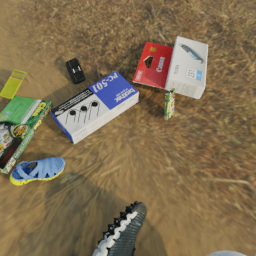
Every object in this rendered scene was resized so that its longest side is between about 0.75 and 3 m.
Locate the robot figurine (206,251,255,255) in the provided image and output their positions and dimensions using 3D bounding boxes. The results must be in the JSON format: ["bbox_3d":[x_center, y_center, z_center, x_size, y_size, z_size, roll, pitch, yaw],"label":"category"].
[{"bbox_3d":[1.564,3.345,4.871,1.590,2.388,2.816,33,101,-15],"label":"robot figurine"}]

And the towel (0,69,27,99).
[{"bbox_3d":[-3.679,-1.415,8.970,0.459,0.096,1.066,14,64,8],"label":"towel"}]

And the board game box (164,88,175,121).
[{"bbox_3d":[1.248,-0.700,8.366,0.105,0.892,0.467,25,47,34],"label":"board game box"}]

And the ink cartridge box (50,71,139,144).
[{"bbox_3d":[-0.978,-0.690,8.616,2.491,0.551,1.171,-35,64,-20],"label":"ink cartridge box"}]

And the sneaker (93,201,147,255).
[{"bbox_3d":[-0.201,2.848,5.957,1.180,0.867,2.608,37,72,-2],"label":"sneaker"}]

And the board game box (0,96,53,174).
[{"bbox_3d":[-3.332,0.073,8.010,1.339,0.300,2.556,9,50,17],"label":"board game box"}]

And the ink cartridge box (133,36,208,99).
[{"bbox_3d":[1.466,-2.167,9.213,2.156,0.547,2.447,15,49,2],"label":"ink cartridge box"}]

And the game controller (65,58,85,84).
[{"bbox_3d":[-1.781,-1.931,9.484,0.471,0.190,0.903,-22,79,-6],"label":"game controller"}]

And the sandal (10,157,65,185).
[{"bbox_3d":[-2.346,1.070,7.353,1.438,0.626,0.572,-16,59,-27],"label":"sandal"}]
